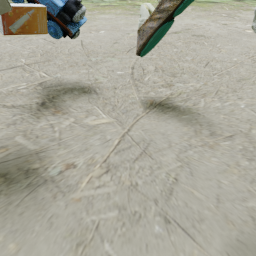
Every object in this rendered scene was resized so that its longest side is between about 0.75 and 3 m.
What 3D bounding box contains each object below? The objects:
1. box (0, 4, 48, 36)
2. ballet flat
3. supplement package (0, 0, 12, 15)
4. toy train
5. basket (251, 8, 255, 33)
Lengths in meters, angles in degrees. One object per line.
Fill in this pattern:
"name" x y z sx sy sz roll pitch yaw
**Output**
"box" -2.742 -2.830 7.291 1.142 0.710 0.557 -13 33 -29
"ballet flat" 0.895 -3.057 7.205 0.954 2.837 0.966 51 42 3
"supplement package" -3.303 -2.216 4.217 2.355 1.428 1.410 -28 2 -8
"toy train" -2.369 -3.838 8.206 1.539 2.694 1.168 -30 23 52
"basket" 1.869 -1.267 2.129 1.074 1.336 1.324 -16 40 -8
